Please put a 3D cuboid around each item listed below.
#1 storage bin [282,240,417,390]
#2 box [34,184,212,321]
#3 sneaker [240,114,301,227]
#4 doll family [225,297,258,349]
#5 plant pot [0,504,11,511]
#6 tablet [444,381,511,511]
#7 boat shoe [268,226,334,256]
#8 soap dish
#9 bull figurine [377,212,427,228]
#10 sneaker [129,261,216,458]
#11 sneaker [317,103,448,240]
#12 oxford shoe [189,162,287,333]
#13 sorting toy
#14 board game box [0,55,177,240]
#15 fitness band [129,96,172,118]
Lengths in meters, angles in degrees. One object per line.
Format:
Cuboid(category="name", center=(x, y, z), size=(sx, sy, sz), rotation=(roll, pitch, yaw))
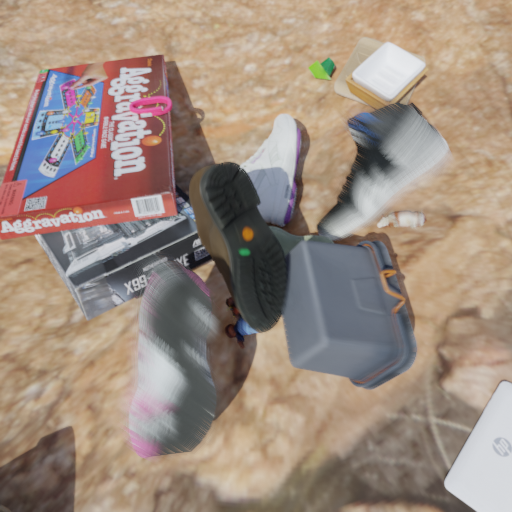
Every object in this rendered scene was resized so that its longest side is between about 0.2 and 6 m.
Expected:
Cuboid(category="storage bin", center=(1.232, 0.734, 8.247), size=(1.453, 1.574, 2.163), rotation=(10, 54, -30))
Cuboid(category="box", center=(-2.308, -0.533, 9.138), size=(2.302, 0.727, 2.920), rotation=(-26, 46, -22))
Cuboid(category="sneaker", center=(0.188, -1.736, 10.464), size=(1.251, 0.940, 2.512), rotation=(6, 58, 4))
Cuboid(category="doll family", center=(-0.130, 0.669, 8.962), size=(0.929, 0.631, 1.607), rotation=(-18, 41, 41))
Cuboid(category="plant pot", center=(-3.885, 4.089, 6.359), size=(1.859, 2.142, 2.142), rotation=(-17, 58, 10))
Cuboid(category="tablet", center=(3.704, 2.890, 8.042), size=(1.279, 0.134, 1.965), rotation=(34, 63, 19))
Cuboid(category="boat shoe", center=(0.563, -0.132, 9.738), size=(1.557, 0.469, 0.555), rotation=(9, 71, 7))
Cuboid(category="soap dish", center=(2.690, -3.672, 11.607), size=(1.128, 0.582, 1.434), rotation=(38, 67, 17))
Cuboid(category="bull figurine", center=(2.579, -0.633, 9.952), size=(0.871, 0.529, 0.284), rotation=(-4, 97, 16))
Cuboid(category="sneaker", center=(-1.074, 1.310, 7.377), size=(1.089, 2.710, 1.170), rotation=(7, 16, -16))
Cuboid(category="sneaker", center=(1.776, -1.558, 9.601), size=(2.623, 0.958, 1.467), rotation=(-40, 100, 12))
Cuboid(category="oxford shoe", center=(-0.262, -0.104, 8.025), size=(0.915, 2.517, 1.062), rotation=(-25, 16, -29))
Cuboid(category="sorting toy", center=(2.361, -4.031, 12.257), size=(2.308, 0.340, 1.706), rotation=(23, 66, 10))
Cuboid(category="board game box", center=(-2.902, -2.291, 10.215), size=(2.688, 0.508, 5.221), rotation=(-8, 42, -5))
Cuboid(category="fitness band", center=(-1.902, -2.701, 10.095), size=(0.765, 0.143, 0.549), rotation=(-10, 42, -8))
